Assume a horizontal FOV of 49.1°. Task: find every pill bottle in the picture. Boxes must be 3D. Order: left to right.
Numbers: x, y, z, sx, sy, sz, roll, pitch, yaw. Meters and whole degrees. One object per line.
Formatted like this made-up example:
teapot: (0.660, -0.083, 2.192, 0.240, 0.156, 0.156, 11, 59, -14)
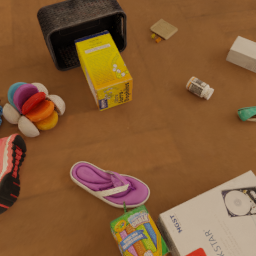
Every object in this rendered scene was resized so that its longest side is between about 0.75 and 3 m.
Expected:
pill bottle: (2.634, -1.448, 10.251, 0.905, 0.527, 0.527, 36, 66, 18)

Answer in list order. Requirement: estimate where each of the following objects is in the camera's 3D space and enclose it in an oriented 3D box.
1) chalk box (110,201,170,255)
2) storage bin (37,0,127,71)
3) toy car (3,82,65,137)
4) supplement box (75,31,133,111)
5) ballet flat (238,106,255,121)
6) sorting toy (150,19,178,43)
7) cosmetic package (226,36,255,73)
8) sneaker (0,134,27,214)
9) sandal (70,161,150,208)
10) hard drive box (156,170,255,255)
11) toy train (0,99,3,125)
chalk box: (0.175, 2.796, 7.432, 1.058, 1.065, 1.706, -25, 61, -14)
storage bin: (-1.669, -3.685, 10.703, 2.987, 2.020, 1.401, -21, 62, -12)
toy car: (-3.219, -0.805, 9.328, 1.937, 1.453, 1.695, 35, 66, 19)
supplement box: (-0.868, -2.071, 10.090, 1.313, 1.305, 2.398, -20, 64, -9)
ballet flat: (4.620, -0.554, 9.793, 1.612, 0.543, 0.567, -14, 85, -8)
sorting toy: (1.428, -4.138, 12.071, 0.931, 0.167, 1.250, 40, 67, 16)
cosmetic package: (4.830, -2.844, 11.007, 1.625, 0.659, 0.917, 29, 63, 17)
sneaker: (-3.907, 1.411, 8.480, 1.125, 0.956, 2.594, -7, 54, 11)
sandal: (-0.602, 1.665, 8.343, 2.535, 0.623, 1.032, 16, 61, 9)
hard drive box: (2.575, 2.818, 7.373, 2.920, 1.121, 2.276, -23, 61, -13)
toy train: (-4.694, -0.372, 9.373, 0.703, 0.927, 1.623, -1, 59, 0)
